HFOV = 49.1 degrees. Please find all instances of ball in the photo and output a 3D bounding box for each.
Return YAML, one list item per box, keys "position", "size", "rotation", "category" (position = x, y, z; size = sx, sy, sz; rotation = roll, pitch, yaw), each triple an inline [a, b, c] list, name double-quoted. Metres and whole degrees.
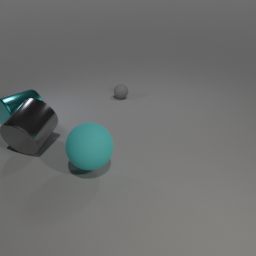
- position: [-1.130, 0.536, 8.248]
  size: [1.400, 1.400, 1.400]
  rotation: [0, 30, 0]
  category: "ball"
- position: [-0.336, -1.774, 13.540]
  size: [0.700, 0.700, 0.700]
  rotation: [0, 30, 0]
  category: "ball"

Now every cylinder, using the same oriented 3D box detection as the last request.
- position: [-3.324, -0.052, 9.520]
  size: [1.400, 1.400, 1.400]
  rotation: [11, 47, 18]
  category: "cylinder"
- position: [-4.139, -0.650, 10.863]
  size: [1.400, 1.400, 1.400]
  rotation: [24, 38, 36]
  category: "cylinder"
